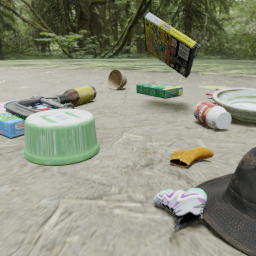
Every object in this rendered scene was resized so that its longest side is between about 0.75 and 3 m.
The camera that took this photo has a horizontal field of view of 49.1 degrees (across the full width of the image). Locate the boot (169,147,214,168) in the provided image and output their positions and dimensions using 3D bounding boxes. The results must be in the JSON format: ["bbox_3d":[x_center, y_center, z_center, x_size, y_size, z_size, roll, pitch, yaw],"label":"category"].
[{"bbox_3d":[1.480,0.712,6.502,0.952,0.335,0.682,2,22,20],"label":"boot"}]

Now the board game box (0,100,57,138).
[{"bbox_3d":[-3.888,-0.425,9.737,2.864,0.524,2.166,12,21,36],"label":"board game box"}]

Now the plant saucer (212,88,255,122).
[{"bbox_3d":[4.557,-0.800,10.386,2.815,0.707,2.815,0,24,0],"label":"plant saucer"}]

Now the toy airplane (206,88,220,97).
[{"bbox_3d":[4.652,-1.479,13.246,2.524,0.464,2.524,4,16,-1],"label":"toy airplane"}]

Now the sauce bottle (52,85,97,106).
[{"bbox_3d":[-2.379,-1.397,12.505,0.769,0.769,2.376,11,20,31],"label":"sauce bottle"}]

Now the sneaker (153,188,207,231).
[{"bbox_3d":[0.752,1.315,4.426,0.950,0.369,0.664,-20,33,37],"label":"sneaker"}]

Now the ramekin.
[{"bbox_3d":[-1.707,0.143,7.182,1.918,0.937,1.918,0,17,0],"label":"ramekin"}]

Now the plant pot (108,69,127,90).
[{"bbox_3d":[-0.512,-2.859,16.755,1.200,1.200,0.806,15,10,41],"label":"plant pot"}]

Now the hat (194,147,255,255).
[{"bbox_3d":[2.475,0.884,4.526,2.788,1.125,2.788,0,18,0],"label":"hat"}]

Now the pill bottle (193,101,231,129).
[{"bbox_3d":[2.813,-0.422,9.354,0.745,0.745,1.329,-5,18,-15],"label":"pill bottle"}]

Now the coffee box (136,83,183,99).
[{"bbox_3d":[1.670,-2.054,15.060,1.385,0.495,2.253,-13,21,-36],"label":"coffee box"}]

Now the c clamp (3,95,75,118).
[{"bbox_3d":[-2.853,-0.803,9.564,2.378,0.377,2.783,-11,22,-40],"label":"c clamp"}]

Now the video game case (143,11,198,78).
[{"bbox_3d":[1.639,-3.256,11.303,2.291,0.323,2.535,38,-7,14],"label":"video game case"}]
